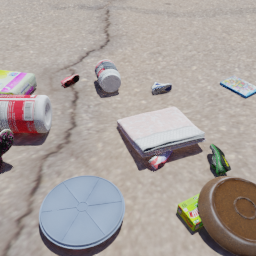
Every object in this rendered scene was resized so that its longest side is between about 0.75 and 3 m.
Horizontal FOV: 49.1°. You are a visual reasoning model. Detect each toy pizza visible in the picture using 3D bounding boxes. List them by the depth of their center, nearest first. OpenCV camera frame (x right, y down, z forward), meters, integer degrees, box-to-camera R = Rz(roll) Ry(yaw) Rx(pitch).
[{"bbox_3d":[-1.293,2.360,8.049,2.430,0.385,2.430,-1,39,0],"label":"toy pizza"}]

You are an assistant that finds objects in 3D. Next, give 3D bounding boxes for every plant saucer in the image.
[{"bbox_3d":[3.197,2.292,7.768,2.460,0.424,2.460,6,47,-6],"label":"plant saucer"}]

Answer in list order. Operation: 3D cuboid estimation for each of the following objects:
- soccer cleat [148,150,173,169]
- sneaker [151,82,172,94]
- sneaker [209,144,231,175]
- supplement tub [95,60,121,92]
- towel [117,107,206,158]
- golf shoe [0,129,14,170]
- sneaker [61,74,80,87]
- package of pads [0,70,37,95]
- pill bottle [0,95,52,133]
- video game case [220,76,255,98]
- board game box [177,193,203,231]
[{"bbox_3d":[1.193,1.046,9.692,1.116,0.381,0.408,-24,74,-37],"label":"soccer cleat"},{"bbox_3d":[1.516,-1.970,13.158,1.032,0.417,0.596,-16,45,-15],"label":"sneaker"},{"bbox_3d":[2.979,1.037,9.467,0.487,0.531,1.247,33,30,-29],"label":"sneaker"},{"bbox_3d":[-0.951,-2.472,13.254,1.057,1.057,1.506,-10,41,-12],"label":"supplement tub"},{"bbox_3d":[1.188,0.028,10.525,2.615,0.422,2.498,-13,32,-17],"label":"towel"},{"bbox_3d":[-4.302,0.655,9.275,0.570,1.570,0.723,19,17,-41],"label":"golf shoe"},{"bbox_3d":[-2.839,-2.394,13.686,0.455,0.387,1.049,28,48,31],"label":"sneaker"},{"bbox_3d":[-5.724,-1.820,12.645,2.515,0.858,1.943,7,39,10],"label":"package of pads"},{"bbox_3d":[-4.325,-0.534,10.651,2.581,1.449,1.449,0,40,0],"label":"pill bottle"},{"bbox_3d":[5.344,-1.988,13.397,1.100,0.137,1.537,-25,46,-27],"label":"video game case"},{"bbox_3d":[2.259,2.287,8.154,1.494,0.356,0.759,-20,44,-22],"label":"board game box"}]
